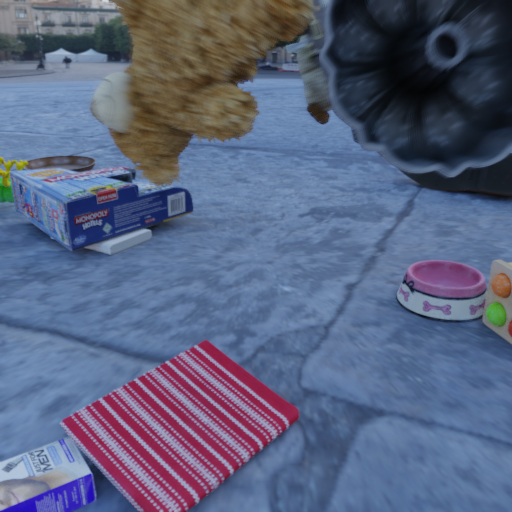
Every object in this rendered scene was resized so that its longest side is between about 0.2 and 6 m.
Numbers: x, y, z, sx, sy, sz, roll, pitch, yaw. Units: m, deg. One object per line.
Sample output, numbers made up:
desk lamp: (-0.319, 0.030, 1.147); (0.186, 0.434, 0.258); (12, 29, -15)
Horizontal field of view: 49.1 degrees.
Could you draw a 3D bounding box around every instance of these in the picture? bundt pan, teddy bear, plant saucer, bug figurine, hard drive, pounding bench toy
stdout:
bundt pan: (1.804, -2.081, 5.870); (2.527, 2.527, 0.948); (-2, 7, -6)
teddy bear: (-0.918, -2.602, 6.916); (4.089, 2.964, 1.365); (-16, 8, 44)
plant saucer: (-5.032, -2.241, 14.311); (1.846, 0.318, 1.846); (0, 21, 0)
bug figurine: (-6.084, -1.076, 10.407); (3.053, 1.013, 3.937); (2, 21, 1)
hard drive: (-2.688, -0.367, 9.696); (1.470, 0.193, 0.969); (13, 25, 30)
pounding bench toy: (3.232, 0.450, 6.711); (1.081, 0.861, 1.386); (-6, 22, -14)

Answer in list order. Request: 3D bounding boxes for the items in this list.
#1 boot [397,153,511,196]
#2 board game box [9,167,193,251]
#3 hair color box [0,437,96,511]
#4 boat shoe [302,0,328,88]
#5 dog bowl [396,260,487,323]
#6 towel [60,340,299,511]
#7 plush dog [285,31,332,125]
boot: (4.801, -1.996, 12.971); (3.383, 1.245, 1.277); (23, 12, 37)
board game box: (-3.054, -1.098, 10.179); (2.714, 0.838, 2.716); (16, 26, 34)
hair color box: (-1.746, 1.756, 4.156); (0.951, 0.308, 0.520); (-16, 26, -31)
boat shoe: (1.023, -3.368, 8.935); (0.550, 1.849, 0.664); (-10, -18, 2)
dog bowl: (2.465, 0.421, 7.371); (1.175, 0.433, 1.175); (0, 22, 0)
towel: (-0.581, 1.414, 4.812); (1.260, 0.196, 1.743); (32, 34, 29)
plush dog: (1.340, -3.555, 10.919); (1.585, 1.696, 1.975); (22, 58, 22)
